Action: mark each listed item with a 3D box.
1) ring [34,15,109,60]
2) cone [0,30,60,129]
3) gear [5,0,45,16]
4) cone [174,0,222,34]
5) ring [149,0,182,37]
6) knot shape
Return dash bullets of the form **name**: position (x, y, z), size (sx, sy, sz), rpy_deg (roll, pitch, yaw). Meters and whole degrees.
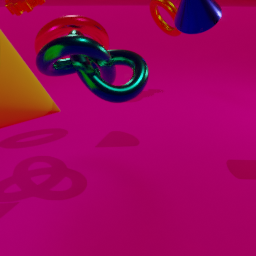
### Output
- **ring**: position (-1.333, -1.976, 6.797), size (1.796, 1.796, 0.359), rpy_deg (-8, 66, -15)
- **cone**: position (-1.559, -0.440, 3.981), size (1.567, 1.567, 1.573), rpy_deg (21, 1, 37)
- **gear**: position (-2.504, -3.516, 7.282), size (1.487, 0.275, 1.487), rpy_deg (-15, 49, 18)
- **cone**: position (1.410, -2.794, 5.986), size (1.072, 1.076, 1.072), rpy_deg (-10, 60, 18)
- **ring**: position (1.340, -3.880, 9.794), size (0.312, 1.558, 1.558), rpy_deg (-43, 38, -7)
- **knot shape**: position (-0.714, -1.141, 4.893), size (1.778, 0.878, 1.900), rpy_deg (1, 26, -48)
